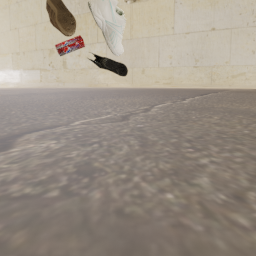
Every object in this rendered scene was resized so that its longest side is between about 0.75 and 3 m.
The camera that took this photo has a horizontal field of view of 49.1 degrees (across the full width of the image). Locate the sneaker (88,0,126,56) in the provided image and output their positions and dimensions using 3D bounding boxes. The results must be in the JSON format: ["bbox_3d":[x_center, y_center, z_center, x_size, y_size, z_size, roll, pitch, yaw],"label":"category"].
[{"bbox_3d":[-0.513,-3.824,10.721,1.118,0.981,2.789,-26,-28,3],"label":"sneaker"}]

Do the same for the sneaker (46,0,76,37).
[{"bbox_3d":[-1.438,-2.315,6.016,0.424,1.203,0.454,-11,-27,-29],"label":"sneaker"}]

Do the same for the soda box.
[{"bbox_3d":[-2.340,-3.332,11.339,1.132,0.396,0.359,-26,54,-12],"label":"soda box"}]

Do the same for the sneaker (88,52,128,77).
[{"bbox_3d":[-0.822,-2.651,11.694,0.906,0.522,1.737,23,4,39],"label":"sneaker"}]
